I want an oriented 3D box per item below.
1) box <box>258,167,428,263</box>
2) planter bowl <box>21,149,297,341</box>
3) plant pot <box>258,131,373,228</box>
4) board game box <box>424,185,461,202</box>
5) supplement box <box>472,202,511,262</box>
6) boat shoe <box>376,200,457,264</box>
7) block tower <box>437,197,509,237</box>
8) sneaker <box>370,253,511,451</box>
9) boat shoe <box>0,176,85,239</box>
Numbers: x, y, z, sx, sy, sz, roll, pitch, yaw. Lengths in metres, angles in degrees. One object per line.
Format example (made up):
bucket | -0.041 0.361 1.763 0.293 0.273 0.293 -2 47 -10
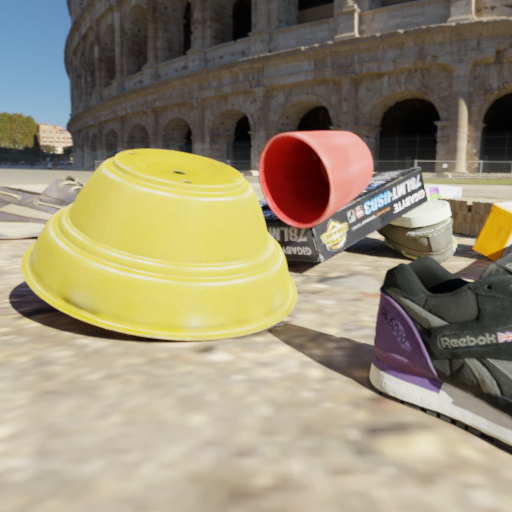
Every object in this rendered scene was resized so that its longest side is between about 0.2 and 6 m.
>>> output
box | 0.888 -0.681 9.110 2.678 0.670 2.698 -28 18 -37
planter bowl | -0.860 -0.373 5.759 2.846 1.186 2.846 10 21 -4
plant pot | 0.840 -1.075 7.272 1.103 1.247 1.247 -23 22 -39
board game box | 4.537 -1.328 14.544 1.019 1.001 1.943 1 9 3
supplement box | 4.204 -0.427 9.161 1.325 0.835 0.487 -7 34 -41
boat shoe | 2.655 -0.491 9.824 1.042 0.872 2.917 -18 9 1
block tower | 4.954 -0.813 12.085 0.774 0.829 2.866 -2 8 -15
sneaker | 1.589 0.519 3.113 0.858 0.992 2.265 -8 12 -42
boat shoe | -4.044 -1.026 11.748 3.510 1.287 1.307 -2 9 -10
